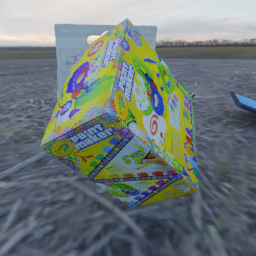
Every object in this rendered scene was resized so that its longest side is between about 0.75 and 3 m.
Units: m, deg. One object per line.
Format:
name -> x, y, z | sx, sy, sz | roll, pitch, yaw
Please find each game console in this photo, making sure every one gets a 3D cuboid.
game console -> 4.371, -0.973, 8.299 | 2.048, 1.420, 2.400 | -37, 5, 22

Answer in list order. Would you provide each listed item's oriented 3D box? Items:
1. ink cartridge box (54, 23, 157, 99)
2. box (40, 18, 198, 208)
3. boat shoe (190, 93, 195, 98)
ink cartridge box -> -0.560, -1.074, 6.583 | 2.196, 2.708, 0.679 | -3, 30, -11
box -> 0.037, -0.153, 3.673 | 1.037, 1.637, 1.700 | -24, 40, 32
boat shoe -> 2.230, -1.165, 10.704 | 0.410, 0.445, 1.247 | 30, 30, 16
